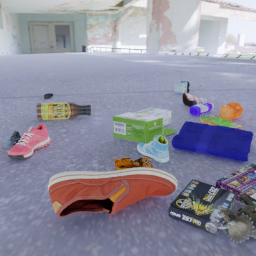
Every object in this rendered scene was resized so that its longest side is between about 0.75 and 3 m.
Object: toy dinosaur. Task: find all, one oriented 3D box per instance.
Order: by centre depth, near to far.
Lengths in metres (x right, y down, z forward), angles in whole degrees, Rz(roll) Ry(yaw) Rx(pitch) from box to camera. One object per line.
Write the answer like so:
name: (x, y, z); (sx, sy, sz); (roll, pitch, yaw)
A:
toy dinosaur: (2.702, 1.888, 5.522); (2.068, 0.796, 1.058); (10, 34, 6)

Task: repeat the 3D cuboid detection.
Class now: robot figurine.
robot figurine: (0.182, 1.098, 7.907); (1.118, 0.325, 0.811); (-3, 36, -3)
robot figurine: (4.662, -0.763, 12.665); (1.288, 0.751, 0.927); (-16, 28, -37)

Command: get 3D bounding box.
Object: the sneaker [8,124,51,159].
sneaker: (-3.315, 0.401, 9.284); (0.693, 0.816, 1.881); (6, 21, 17)

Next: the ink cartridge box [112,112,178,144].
ink cartridge box: (0.685, -0.147, 10.643); (1.586, 0.813, 2.146); (10, 18, 39)

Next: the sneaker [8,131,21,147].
sneaker: (-3.936, 0.448, 9.925); (0.459, 0.410, 1.120); (26, 11, -22)

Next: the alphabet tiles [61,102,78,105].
alphabet tiles: (-3.406, -1.008, 14.361); (1.621, 0.073, 1.940); (11, 22, 28)

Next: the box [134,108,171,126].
box: (1.033, -0.441, 11.826); (1.107, 0.607, 1.255); (12, 22, 39)

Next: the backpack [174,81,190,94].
backpack: (3.339, -2.540, 17.601); (0.905, 0.796, 0.694); (11, 19, 40)

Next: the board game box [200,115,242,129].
board game box: (3.858, -0.208, 11.866); (0.832, 0.261, 1.742); (-8, 23, -22)

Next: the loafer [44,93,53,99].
loafer: (-4.687, -1.903, 16.524); (0.309, 0.299, 0.881); (-5, 15, 11)

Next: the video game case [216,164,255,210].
video game case: (3.335, 1.485, 6.992); (1.692, 0.303, 1.534); (-14, 24, -34)

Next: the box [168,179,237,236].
box: (1.698, 1.720, 6.293); (1.108, 0.338, 1.375); (16, 25, 31)

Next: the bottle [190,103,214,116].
bottle: (3.612, -0.940, 13.571); (1.429, 0.467, 0.597); (-16, 25, -37)

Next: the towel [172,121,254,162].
towel: (2.891, 0.467, 9.579); (2.453, 0.608, 1.811); (10, 29, 26)

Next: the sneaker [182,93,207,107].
sneaker: (3.550, -1.423, 14.811); (0.918, 0.572, 1.713); (-3, 23, -10)

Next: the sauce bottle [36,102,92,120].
sauce bottle: (-2.880, -0.790, 12.689); (2.431, 0.786, 0.786); (-4, 20, -7)

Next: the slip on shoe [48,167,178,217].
slip on shoe: (-0.262, 1.486, 6.278); (2.946, 1.091, 0.901); (0, 52, -17)

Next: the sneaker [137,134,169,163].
sneaker: (0.809, 0.501, 8.915); (0.515, 0.845, 1.295); (-19, 29, -40)
